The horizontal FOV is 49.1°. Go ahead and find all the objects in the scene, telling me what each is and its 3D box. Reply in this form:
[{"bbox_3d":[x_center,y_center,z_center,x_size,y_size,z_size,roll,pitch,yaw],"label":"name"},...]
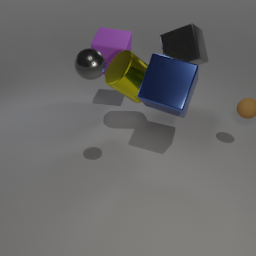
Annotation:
[{"bbox_3d":[-0.671,-3.151,11.684,1.400,1.400,1.400,10,48,5],"label":"cube"},{"bbox_3d":[-0.854,-1.439,6.327,0.700,0.700,0.700,0,31,0],"label":"ball"},{"bbox_3d":[4.008,-0.660,9.357,0.700,0.700,0.700,0,31,0],"label":"ball"},{"bbox_3d":[2.299,-3.213,11.389,1.400,1.400,1.400,-12,2,30],"label":"cube"},{"bbox_3d":[1.272,-1.259,8.625,1.400,1.400,1.400,19,-1,15],"label":"cube"},{"bbox_3d":[0.128,-1.807,9.955,1.400,1.400,1.400,29,14,-35],"label":"cylinder"}]
